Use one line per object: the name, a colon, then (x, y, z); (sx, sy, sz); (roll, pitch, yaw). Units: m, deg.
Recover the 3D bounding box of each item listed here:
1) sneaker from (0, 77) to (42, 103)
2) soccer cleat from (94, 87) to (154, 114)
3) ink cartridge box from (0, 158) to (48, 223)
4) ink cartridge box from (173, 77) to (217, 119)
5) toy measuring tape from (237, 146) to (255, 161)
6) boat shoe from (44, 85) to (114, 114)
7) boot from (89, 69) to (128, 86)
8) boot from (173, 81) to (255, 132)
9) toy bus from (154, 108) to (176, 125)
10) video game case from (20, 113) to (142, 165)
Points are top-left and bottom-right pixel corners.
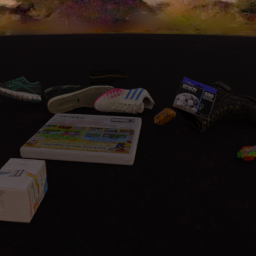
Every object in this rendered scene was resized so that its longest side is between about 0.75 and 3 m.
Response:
sneaker: (-4.285, -1.601, 10.864); (1.945, 0.887, 0.755); (14, -12, -21)
soccer cleat: (-0.035, -0.897, 9.885); (2.357, 0.823, 1.017); (-17, 56, -38)
ink cartridge box: (-2.037, 1.141, 5.254); (0.725, 0.738, 1.003); (4, 24, 2)
ink cartridge box: (2.097, -0.983, 8.620); (1.140, 0.250, 1.151); (21, 67, 5)
toy measuring tape: (2.957, 0.571, 6.687); (0.376, 0.376, 1.023); (-2, -16, -4)
boat shoe: (-1.746, -1.301, 10.538); (2.734, 0.982, 0.924); (-13, 47, -25)
boot: (-0.812, -1.790, 11.396); (1.581, 1.093, 0.612); (-1, 30, -13)
boot: (2.953, -0.456, 9.051); (2.129, 0.847, 2.445); (-33, 55, -30)
toy bus: (1.126, -0.355, 8.595); (0.272, 0.328, 0.837); (13, -27, -22)
video game case: (-1.133, 0.215, 8.028); (2.864, 0.328, 2.607); (4, 23, 6)
